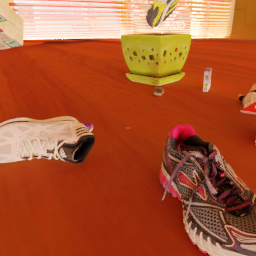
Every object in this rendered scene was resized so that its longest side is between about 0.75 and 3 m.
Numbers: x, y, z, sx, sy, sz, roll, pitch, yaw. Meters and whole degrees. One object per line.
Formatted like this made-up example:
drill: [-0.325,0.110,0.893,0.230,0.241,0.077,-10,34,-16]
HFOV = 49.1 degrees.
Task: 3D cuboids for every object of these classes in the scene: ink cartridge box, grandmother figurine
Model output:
ink cartridge box: [4.128,0.039,6.718,2.508,0.843,1.457,19,28,40]
grandmother figurine: [4.682,-1.155,10.083,1.435,0.717,2.366,-23,6,41]

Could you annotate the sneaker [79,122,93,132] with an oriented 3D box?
sneaker: [-1.479,-0.068,7.519,1.083,0.479,0.435,-6,21,-18]

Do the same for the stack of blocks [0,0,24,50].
stack of blocks: [-2.947,-2.335,5.365,1.303,0.663,2.263,-4,-11,13]

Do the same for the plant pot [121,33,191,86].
plant pot: [1.324,-3.352,13.448,2.490,2.260,2.478,19,29,40]

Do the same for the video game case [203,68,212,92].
video game case: [3.458,-2.114,12.187,0.218,0.868,0.958,8,23,20]

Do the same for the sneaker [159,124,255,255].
sneaker: [1.224,0.873,4.308,1.151,1.066,2.856,-7,23,-18]

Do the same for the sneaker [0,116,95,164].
sneaker: [-1.790,0.310,5.929,2.436,0.919,1.402,-14,24,-37]

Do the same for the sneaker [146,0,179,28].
sneaker: [1.248,-4.024,8.616,0.721,1.936,0.819,46,43,3]

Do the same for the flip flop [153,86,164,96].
flip flop: [1.257,-1.570,11.565,0.439,0.312,1.083,5,22,12]
